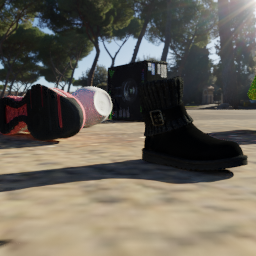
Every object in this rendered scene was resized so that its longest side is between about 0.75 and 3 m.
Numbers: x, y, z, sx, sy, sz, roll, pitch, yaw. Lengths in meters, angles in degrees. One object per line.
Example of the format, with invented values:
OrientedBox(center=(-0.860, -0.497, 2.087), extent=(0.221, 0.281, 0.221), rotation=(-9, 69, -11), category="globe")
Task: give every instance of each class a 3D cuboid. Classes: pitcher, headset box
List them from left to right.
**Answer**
OrientedBox(center=(-1.392, -0.601, 9.379), extent=(2.049, 1.242, 1.758), rotation=(-10, -12, 38), category="pitcher")
OrientedBox(center=(0.313, -1.614, 12.695), extent=(1.341, 2.517, 2.891), rotation=(-4, 6, -40), category="headset box")

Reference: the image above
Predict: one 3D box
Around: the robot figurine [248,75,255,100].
OrientedBox(center=(4.134, -0.619, 7.049), extent=(2.175, 1.434, 2.479), rotation=(26, 10, 15), category="robot figurine")

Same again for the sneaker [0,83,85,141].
OrientedBox(center=(-1.709, -0.353, 6.117), extent=(2.922, 1.077, 1.267), rotation=(4, 5, 43), category="sneaker")

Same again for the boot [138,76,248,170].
OrientedBox(center=(0.635, -0.081, 3.099), extent=(1.338, 1.000, 0.503), rotation=(4, 6, 41), category="boot")
